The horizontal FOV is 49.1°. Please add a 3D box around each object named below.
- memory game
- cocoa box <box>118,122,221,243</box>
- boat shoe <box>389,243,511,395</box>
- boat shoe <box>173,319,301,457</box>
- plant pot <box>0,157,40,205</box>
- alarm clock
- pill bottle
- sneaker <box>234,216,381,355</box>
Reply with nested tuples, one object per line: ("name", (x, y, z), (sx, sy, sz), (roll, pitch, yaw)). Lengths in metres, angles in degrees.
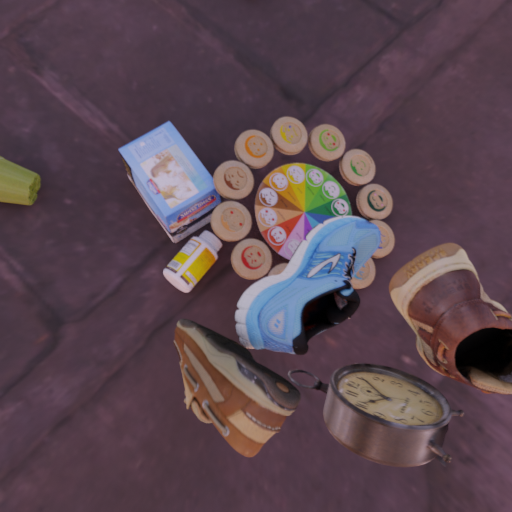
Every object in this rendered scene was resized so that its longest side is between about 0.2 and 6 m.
("memory game", (0.817, -0.758, 9.143), (3.250, 0.207, 3.250), (4, 77, -17))
("cocoa box", (-1.430, -1.241, 9.470), (1.047, 1.030, 1.569), (-32, 71, -13))
("boat shoe", (2.220, 0.946, 5.509), (1.034, 2.867, 1.032), (-35, 49, 9))
("boat shoe", (-0.450, 1.345, 6.046), (0.887, 2.344, 0.866), (31, 86, -26))
("plant pot", (-4.242, -1.250, 9.653), (0.869, 0.915, 0.915), (16, 68, -7))
("alarm clock", (1.041, 1.417, 5.248), (1.637, 1.104, 0.545), (20, 109, 23))
("pill bottle", (-1.017, 0.074, 9.190), (0.547, 0.547, 1.000), (35, 72, 14))
("sneaker", (0.917, 0.423, 6.984), (1.127, 0.982, 2.505), (17, 47, 39))
